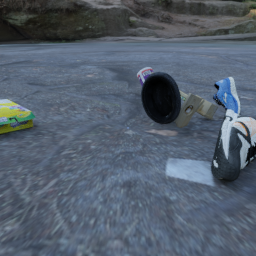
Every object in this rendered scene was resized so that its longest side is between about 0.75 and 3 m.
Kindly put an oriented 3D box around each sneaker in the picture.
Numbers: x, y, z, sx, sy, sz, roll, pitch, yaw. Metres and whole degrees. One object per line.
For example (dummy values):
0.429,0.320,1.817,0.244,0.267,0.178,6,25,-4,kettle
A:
2.299,0.280,5.585,1.023,0.943,2.558,17,28,19,sneaker
2.860,-0.746,8.169,0.686,0.605,1.540,-10,59,12,sneaker

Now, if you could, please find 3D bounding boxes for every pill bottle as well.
0.831,-1.623,10.400,0.630,1.130,0.630,-22,-15,-6,pill bottle

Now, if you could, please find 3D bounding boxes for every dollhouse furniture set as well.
1.492,-0.736,8.424,1.524,0.958,1.723,15,19,-42,dollhouse furniture set

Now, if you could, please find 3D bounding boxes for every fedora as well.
0.962,-0.796,7.262,1.344,1.344,0.614,16,23,37,fedora

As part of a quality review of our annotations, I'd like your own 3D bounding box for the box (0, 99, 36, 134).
-3.538,-0.325,7.820,1.217,0.502,2.074,-15,24,-40,box
